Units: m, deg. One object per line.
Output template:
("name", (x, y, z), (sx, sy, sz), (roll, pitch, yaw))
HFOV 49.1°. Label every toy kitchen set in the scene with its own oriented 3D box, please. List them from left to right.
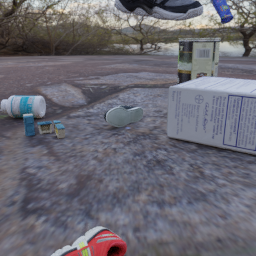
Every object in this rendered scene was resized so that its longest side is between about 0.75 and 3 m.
("toy kitchen set", (-2.112, -0.043, 7.050), (0.919, 0.542, 0.737), (-8, 19, -22))

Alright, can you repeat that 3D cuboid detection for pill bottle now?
("pill bottle", (-3.290, -0.667, 8.795), (1.251, 0.693, 0.693), (1, 17, 4))

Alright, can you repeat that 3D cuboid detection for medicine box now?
("medicine box", (2.629, -0.450, 7.009), (2.573, 1.324, 2.343), (12, 21, 32))

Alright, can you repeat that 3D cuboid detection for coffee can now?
("coffee can", (3.081, -2.707, 12.379), (1.774, 2.425, 1.774), (0, 17, 0))

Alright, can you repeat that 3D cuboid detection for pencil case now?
("pencil case", (3.027, -3.905, 9.097), (0.456, 1.051, 0.410), (-16, -13, -16))

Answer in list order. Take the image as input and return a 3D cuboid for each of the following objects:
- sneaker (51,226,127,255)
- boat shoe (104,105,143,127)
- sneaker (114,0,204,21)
("sneaker", (-0.414, 1.374, 2.711), (0.511, 0.463, 1.203), (15, 23, 28))
("boat shoe", (-0.196, -0.366, 8.115), (0.477, 0.598, 1.582), (15, 11, 37))
("sneaker", (0.630, -2.900, 5.769), (1.969, 1.120, 0.743), (16, 37, 18))
